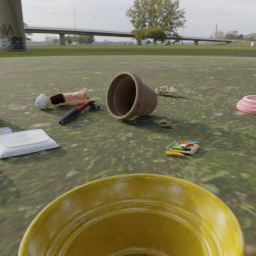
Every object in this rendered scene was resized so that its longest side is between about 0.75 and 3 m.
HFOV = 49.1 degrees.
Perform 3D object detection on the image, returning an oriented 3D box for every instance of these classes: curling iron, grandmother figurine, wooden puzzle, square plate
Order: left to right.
[{"bbox_3d":[-3.229,0.394,8.693,1.693,0.243,1.709,-11,22,-30],"label":"square plate"},{"bbox_3d":[-3.142,-1.388,13.419,2.572,0.779,1.560,-16,-3,-33],"label":"grandmother figurine"},{"bbox_3d":[-2.020,-0.708,11.800,0.727,0.375,2.932,8,20,22],"label":"curling iron"},{"bbox_3d":[1.643,0.568,8.308,0.855,0.148,1.267,8,20,23],"label":"wooden puzzle"}]

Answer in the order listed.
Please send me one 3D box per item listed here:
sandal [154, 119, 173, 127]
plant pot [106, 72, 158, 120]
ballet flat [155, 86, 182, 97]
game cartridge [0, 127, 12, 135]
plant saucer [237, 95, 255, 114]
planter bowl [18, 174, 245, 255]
[{"bbox_3d":[1.303,-0.228,10.547,0.371,0.249,0.923,-10,21,-28],"label":"sandal"},{"bbox_3d":[0.320,-1.193,11.442,1.658,1.901,1.901,8,9,-42],"label":"plant pot"},{"bbox_3d":[2.243,-2.048,15.635,1.584,0.517,0.558,9,20,24],"label":"ballet flat"},{"bbox_3d":[-4.252,0.158,9.559,0.533,0.166,0.801,-16,24,-29],"label":"game cartridge"},{"bbox_3d":[6.048,-1.076,12.689,2.078,0.527,2.078,-1,18,0],"label":"plant saucer"},{"bbox_3d":[0.059,1.635,3.488,2.538,1.057,2.538,-4,19,1],"label":"planter bowl"}]
